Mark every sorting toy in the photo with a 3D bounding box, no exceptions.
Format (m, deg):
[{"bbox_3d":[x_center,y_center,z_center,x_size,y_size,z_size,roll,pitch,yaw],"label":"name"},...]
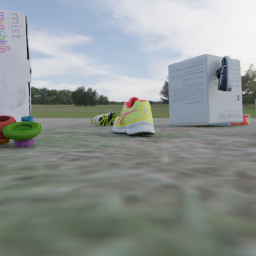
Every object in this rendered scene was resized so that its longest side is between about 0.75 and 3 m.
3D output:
[{"bbox_3d":[-1.433,0.088,3.580,0.886,0.364,0.532,15,26,31],"label":"sorting toy"}]

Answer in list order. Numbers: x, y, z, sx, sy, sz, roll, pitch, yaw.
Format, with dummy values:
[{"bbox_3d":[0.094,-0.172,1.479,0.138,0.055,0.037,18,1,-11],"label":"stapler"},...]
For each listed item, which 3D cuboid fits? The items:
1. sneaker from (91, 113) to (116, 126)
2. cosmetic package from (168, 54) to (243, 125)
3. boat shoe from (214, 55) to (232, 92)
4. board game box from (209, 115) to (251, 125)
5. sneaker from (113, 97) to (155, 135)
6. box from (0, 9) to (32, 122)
[{"bbox_3d":[-0.901,-0.345,10.869,0.530,0.523,1.388,2,1,27],"label":"sneaker"},{"bbox_3d":[2.851,-1.293,10.438,1.955,2.336,1.943,-3,0,-35],"label":"cosmetic package"},{"bbox_3d":[3.048,-1.772,9.033,0.510,1.493,0.551,3,-29,11],"label":"boat shoe"},{"bbox_3d":[4.466,-0.369,12.383,1.596,0.421,2.086,1,3,30],"label":"board game box"},{"bbox_3d":[0.119,-0.250,5.746,0.656,0.758,1.679,-2,2,-20],"label":"sneaker"},{"bbox_3d":[-3.584,-1.468,8.051,1.448,2.995,2.642,-2,4,-21],"label":"box"}]
